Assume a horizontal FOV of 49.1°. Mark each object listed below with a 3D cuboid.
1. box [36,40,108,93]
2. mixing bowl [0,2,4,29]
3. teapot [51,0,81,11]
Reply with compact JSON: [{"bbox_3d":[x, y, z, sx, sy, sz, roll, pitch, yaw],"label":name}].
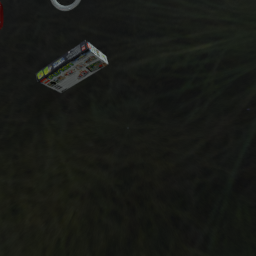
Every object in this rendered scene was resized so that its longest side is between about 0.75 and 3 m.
[{"bbox_3d":[-1.259,-1.338,6.327,1.446,0.796,0.251,-26,66,21],"label":"box"},{"bbox_3d":[-2.912,-2.375,5.828,0.538,0.992,0.992,1,67,-16],"label":"mixing bowl"},{"bbox_3d":[-2.054,-3.486,5.875,1.813,1.342,1.837,-10,58,-40],"label":"teapot"}]
